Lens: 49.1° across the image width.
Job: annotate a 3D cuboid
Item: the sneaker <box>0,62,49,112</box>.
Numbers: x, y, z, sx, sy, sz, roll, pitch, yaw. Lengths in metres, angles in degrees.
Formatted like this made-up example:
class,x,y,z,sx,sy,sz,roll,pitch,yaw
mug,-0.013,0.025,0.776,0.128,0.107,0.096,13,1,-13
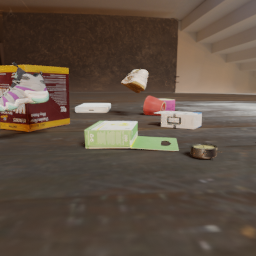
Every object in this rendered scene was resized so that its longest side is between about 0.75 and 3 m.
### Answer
class,x,y,z,sx,sy,sz,roll,pitch,yaw
sneaker,-2.970,-1.117,7.341,1.651,1.155,0.642,-22,24,-38

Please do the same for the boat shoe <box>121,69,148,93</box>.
class,x,y,z,sx,sy,sz,roll,pitch,yaw
boat shoe,0.425,-2.300,13.371,0.981,0.960,2.770,27,-1,-16

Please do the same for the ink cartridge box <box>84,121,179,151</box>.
class,x,y,z,sx,sy,sz,roll,pitch,yaw
ink cartridge box,0.163,0.168,7.481,2.286,0.548,1.663,-1,9,8

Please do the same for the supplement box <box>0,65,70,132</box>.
class,x,y,z,sx,sy,sz,roll,pitch,yaw
supplement box,-3.367,-1.122,10.196,1.438,2.166,2.136,5,10,28

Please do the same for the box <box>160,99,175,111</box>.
class,x,y,z,sx,sy,sz,roll,pitch,yaw
box,1.849,-1.344,16.329,1.232,0.677,1.401,-4,11,-23

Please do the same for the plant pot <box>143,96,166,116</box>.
class,x,y,z,sx,sy,sz,roll,pitch,yaw
plant pot,1.358,-1.048,13.954,0.890,1.005,1.005,16,15,24

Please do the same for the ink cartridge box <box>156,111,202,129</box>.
class,x,y,z,sx,sy,sz,roll,pitch,yaw
ink cartridge box,1.826,-0.315,10.354,1.570,0.532,0.910,6,11,31

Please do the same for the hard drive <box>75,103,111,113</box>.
class,x,y,z,sx,sy,sz,roll,pitch,yaw
hard drive,-1.968,-1.192,16.396,1.770,0.358,2.683,0,10,0

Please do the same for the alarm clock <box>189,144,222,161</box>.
class,x,y,z,sx,sy,sz,roll,pitch,yaw
alarm clock,1.613,0.494,6.150,0.557,0.275,0.826,-4,12,-20
